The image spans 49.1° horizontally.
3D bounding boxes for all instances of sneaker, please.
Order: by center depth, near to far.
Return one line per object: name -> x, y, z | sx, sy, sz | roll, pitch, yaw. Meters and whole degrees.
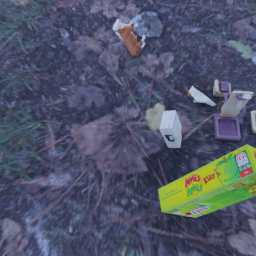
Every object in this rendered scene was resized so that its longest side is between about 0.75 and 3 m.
sneaker -> 2.353, -0.936, 9.009 | 0.991, 0.420, 0.361 | 33, 27, -8

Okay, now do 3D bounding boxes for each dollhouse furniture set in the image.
dollhouse furniture set -> 3.910, -0.805, 8.147 | 2.412, 1.712, 1.911 | 4, 64, 1

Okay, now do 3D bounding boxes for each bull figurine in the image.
bull figurine -> 0.057, -3.175, 9.589 | 0.853, 1.405, 0.457 | -43, 32, -14

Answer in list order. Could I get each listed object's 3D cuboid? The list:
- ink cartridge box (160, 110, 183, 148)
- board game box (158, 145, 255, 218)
ink cartridge box -> 1.268, 0.037, 8.115 | 0.388, 0.937, 0.682 | -2, 51, 26
board game box -> 2.100, 1.374, 6.563 | 1.322, 2.602, 0.620 | 20, 49, -34
